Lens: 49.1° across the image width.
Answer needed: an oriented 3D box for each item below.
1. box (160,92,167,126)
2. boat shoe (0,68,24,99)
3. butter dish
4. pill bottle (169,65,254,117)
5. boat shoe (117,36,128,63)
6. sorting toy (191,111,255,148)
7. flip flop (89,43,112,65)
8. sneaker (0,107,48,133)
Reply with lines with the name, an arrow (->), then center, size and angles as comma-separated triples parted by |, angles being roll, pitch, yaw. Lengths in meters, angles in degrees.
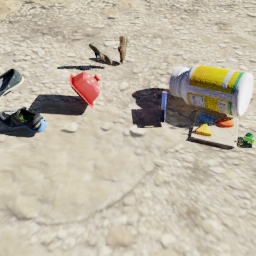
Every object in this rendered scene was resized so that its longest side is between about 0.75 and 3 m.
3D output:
box -> 1.097, -0.593, 8.697 | 0.156, 0.583, 0.963 | 3, 50, 6
boat shoe -> -4.408, -1.345, 9.358 | 1.889, 0.626, 0.706 | -36, 71, -17
butter dish -> -1.259, -1.401, 9.031 | 0.855, 1.154, 1.157 | -36, 26, 9
pill bottle -> 2.575, -1.273, 8.921 | 2.375, 1.339, 1.339 | 19, 44, 33
boat shoe -> -0.249, -3.180, 11.331 | 0.363, 1.076, 0.387 | 8, 10, 5
sorting toy -> 2.923, 0.025, 8.370 | 1.884, 0.277, 1.392 | 12, 43, 14
flip flop -> -1.100, -2.823, 10.876 | 0.478, 1.179, 0.339 | 0, 60, 44
sneaker -> -3.179, -0.350, 8.389 | 1.754, 0.727, 0.622 | 10, 46, 26
